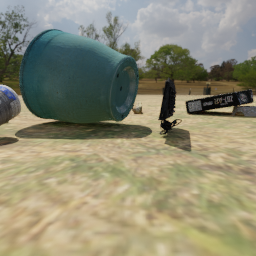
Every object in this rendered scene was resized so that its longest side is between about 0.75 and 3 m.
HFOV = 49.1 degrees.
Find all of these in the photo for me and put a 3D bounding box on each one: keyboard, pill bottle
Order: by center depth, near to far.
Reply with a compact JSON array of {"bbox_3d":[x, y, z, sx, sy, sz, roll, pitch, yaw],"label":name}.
[{"bbox_3d":[-3.022,-0.307,5.856,0.799,0.799,1.405,4,29,26],"label":"pill bottle"},{"bbox_3d":[1.130,-0.491,6.824,0.470,1.233,2.370,11,7,13],"label":"keyboard"}]

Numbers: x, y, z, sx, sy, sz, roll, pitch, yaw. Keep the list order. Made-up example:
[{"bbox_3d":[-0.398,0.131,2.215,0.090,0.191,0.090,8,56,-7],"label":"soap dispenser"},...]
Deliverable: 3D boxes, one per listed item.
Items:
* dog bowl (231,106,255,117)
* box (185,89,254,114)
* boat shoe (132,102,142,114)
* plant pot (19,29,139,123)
[{"bbox_3d":[4.834,-0.693,11.321,1.237,0.363,1.237,1,7,0],"label":"dog bowl"},{"bbox_3d":[4.023,-1.175,12.213,2.599,0.566,2.082,-9,3,26],"label":"box"},{"bbox_3d":[0.389,-0.926,12.523,0.438,0.484,1.359,0,9,0],"label":"boat shoe"},{"bbox_3d":[-1.205,-1.350,8.403,2.649,2.819,2.819,15,13,21],"label":"plant pot"}]
